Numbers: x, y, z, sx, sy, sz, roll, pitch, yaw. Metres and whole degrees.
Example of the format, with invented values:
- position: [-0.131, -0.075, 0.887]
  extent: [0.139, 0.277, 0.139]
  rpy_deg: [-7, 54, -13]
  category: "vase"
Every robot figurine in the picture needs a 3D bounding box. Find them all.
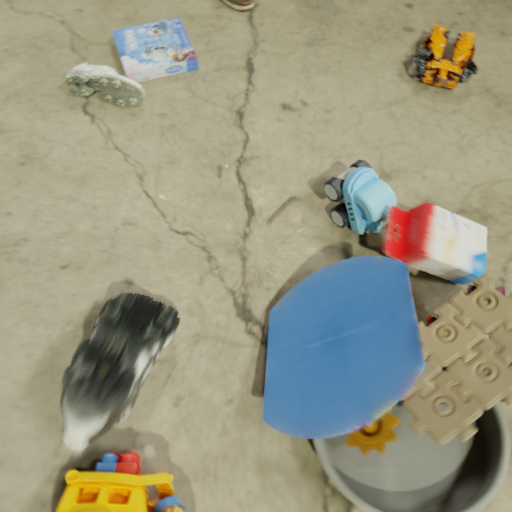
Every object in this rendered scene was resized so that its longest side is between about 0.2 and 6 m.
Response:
- position: [4.564, -4.726, 13.396]
  extent: [1.487, 0.597, 2.050]
  rpy_deg: [17, 57, 11]
  category: "robot figurine"

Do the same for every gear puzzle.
- position: [2.743, 1.822, 8.237]
  extent: [3.439, 0.450, 1.781]
  rpy_deg: [-36, 50, -6]
  category: "gear puzzle"

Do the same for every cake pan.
- position: [2.240, 2.606, 8.383]
  extent: [2.820, 0.517, 2.820]
  rpy_deg: [-2, 52, 3]
  category: "cake pan"

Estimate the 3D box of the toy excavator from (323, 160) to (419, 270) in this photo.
- position: [2.312, -0.718, 10.403]
  extent: [0.931, 1.812, 1.863]
  rpy_deg: [-34, 34, -20]
  category: "toy excavator"

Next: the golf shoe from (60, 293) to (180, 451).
- position: [-2.151, 1.636, 8.578]
  extent: [1.190, 1.447, 3.062]
  rpy_deg: [26, 24, 3]
  category: "golf shoe"

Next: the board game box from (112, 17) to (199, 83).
- position: [-2.487, -5.050, 13.730]
  extent: [1.739, 0.379, 1.747]
  rpy_deg: [-17, 59, -10]
  category: "board game box"

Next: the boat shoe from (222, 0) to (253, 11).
- position: [-0.718, -7.241, 15.046]
  extent: [0.654, 0.655, 1.770]
  rpy_deg: [-34, 62, -21]
  category: "boat shoe"

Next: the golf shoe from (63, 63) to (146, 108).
- position: [-3.364, -4.056, 12.881]
  extent: [2.010, 0.787, 0.977]
  rpy_deg: [17, 52, 10]
  category: "golf shoe"

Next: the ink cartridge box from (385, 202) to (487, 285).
- position: [3.152, -0.247, 9.761]
  extent: [1.728, 0.581, 1.004]
  rpy_deg: [19, 69, -20]
  category: "ink cartridge box"

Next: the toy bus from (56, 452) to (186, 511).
- position: [-1.660, 3.537, 7.532]
  extent: [2.063, 1.400, 1.981]
  rpy_deg: [3, 40, 0]
  category: "toy bus"

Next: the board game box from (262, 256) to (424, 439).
- position: [1.357, 1.402, 8.546]
  extent: [2.511, 0.619, 3.178]
  rpy_deg: [-24, 37, 25]
  category: "board game box"
